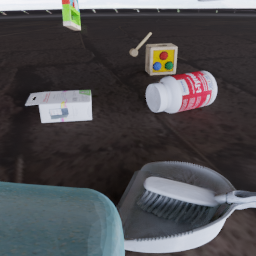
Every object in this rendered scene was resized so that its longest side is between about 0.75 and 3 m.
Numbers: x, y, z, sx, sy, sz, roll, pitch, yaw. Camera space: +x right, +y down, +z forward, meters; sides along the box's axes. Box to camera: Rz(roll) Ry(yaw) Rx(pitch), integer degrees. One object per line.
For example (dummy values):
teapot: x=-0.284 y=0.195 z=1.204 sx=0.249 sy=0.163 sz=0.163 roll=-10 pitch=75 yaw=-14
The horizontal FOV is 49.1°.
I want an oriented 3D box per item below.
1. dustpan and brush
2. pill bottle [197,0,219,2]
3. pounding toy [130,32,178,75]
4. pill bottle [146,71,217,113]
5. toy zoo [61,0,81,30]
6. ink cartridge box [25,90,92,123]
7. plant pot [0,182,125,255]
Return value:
dustpan and brush: x=1.201 y=1.108 z=4.213 sx=2.840 sy=0.813 sz=1.982 roll=9 pitch=29 yaw=16
pill bottle: x=2.137 y=-3.944 z=6.939 sx=0.821 sy=1.437 sz=0.821 roll=-4 pitch=26 yaw=2
pounding toy: x=1.023 y=-2.985 z=11.293 sx=1.808 sy=1.588 sz=0.827 roll=-6 pitch=28 yaw=-11
pill bottle: x=1.516 y=-1.014 z=8.060 sx=1.886 sy=1.059 sz=1.059 roll=-14 pitch=30 yaw=-24
toy zoo: x=-1.739 y=-4.209 z=8.324 sx=0.242 sy=2.368 sz=1.554 roll=-2 pitch=15 yaw=1
ink cartridge box: x=-1.876 y=-0.612 z=7.811 sx=1.700 sy=0.572 sz=0.996 roll=-3 pitch=27 yaw=-6
plant pot: x=-1.054 y=1.525 z=2.032 sx=2.286 sy=2.293 sz=2.335 roll=3 pitch=17 yaw=7
